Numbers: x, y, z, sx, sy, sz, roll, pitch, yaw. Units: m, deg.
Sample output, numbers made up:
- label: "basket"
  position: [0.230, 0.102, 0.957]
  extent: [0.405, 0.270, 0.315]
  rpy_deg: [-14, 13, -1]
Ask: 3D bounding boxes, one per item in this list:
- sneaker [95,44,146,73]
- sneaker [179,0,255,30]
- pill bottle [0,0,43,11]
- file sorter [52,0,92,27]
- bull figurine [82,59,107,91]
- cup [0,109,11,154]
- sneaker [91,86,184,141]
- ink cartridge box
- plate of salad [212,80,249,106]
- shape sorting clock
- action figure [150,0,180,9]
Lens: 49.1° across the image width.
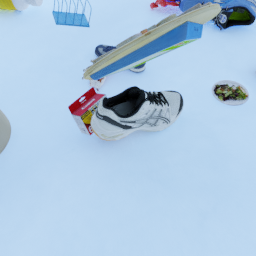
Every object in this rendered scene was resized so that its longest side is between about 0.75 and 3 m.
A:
- label: "sneaker"
  position: [-0.254, -2.460, 8.978]
  extent: [1.879, 0.771, 0.659]
  rpy_deg: [23, 55, 17]
- label: "sneaker"
  position: [3.314, -4.368, 10.251]
  extent: [2.910, 1.143, 1.297]
  rpy_deg: [9, 50, 7]
- label: "pill bottle"
  position: [-4.636, -5.293, 10.807]
  extent: [2.456, 1.376, 1.376]
  rpy_deg: [5, 52, 4]
- label: "file sorter"
  position: [-1.397, -2.925, 6.985]
  extent: [0.851, 0.522, 0.591]
  rpy_deg: [-5, 50, -24]
- label: "bull figurine"
  position: [-0.931, -1.680, 8.590]
  extent: [0.794, 0.426, 1.308]
  rpy_deg: [23, 55, 17]
- label: "cup"
  position: [-4.177, -0.187, 6.702]
  extent: [2.195, 1.570, 2.195]
  rpy_deg: [0, 53, 0]
- label: "sneaker"
  position: [0.435, -0.513, 7.004]
  extent: [2.740, 1.201, 1.036]
  rpy_deg: [-21, 62, -27]
- label: "ink cartridge box"
  position: [-0.947, -0.456, 7.307]
  extent: [0.413, 0.864, 0.984]
  rpy_deg: [14, 49, 42]
- label: "plate of salad"
  position: [3.019, -1.084, 8.232]
  extent: [1.083, 0.260, 1.083]
  rpy_deg: [0, 53, 0]
- label: "shape sorting clock"
  position: [0.394, -1.598, 5.314]
  extent: [2.771, 2.771, 0.544]
  rpy_deg: [-25, 99, -18]
- label: "action figure"
  position: [2.023, -5.122, 10.967]
  extent: [2.394, 0.619, 0.783]
  rpy_deg: [-12, 61, 9]
